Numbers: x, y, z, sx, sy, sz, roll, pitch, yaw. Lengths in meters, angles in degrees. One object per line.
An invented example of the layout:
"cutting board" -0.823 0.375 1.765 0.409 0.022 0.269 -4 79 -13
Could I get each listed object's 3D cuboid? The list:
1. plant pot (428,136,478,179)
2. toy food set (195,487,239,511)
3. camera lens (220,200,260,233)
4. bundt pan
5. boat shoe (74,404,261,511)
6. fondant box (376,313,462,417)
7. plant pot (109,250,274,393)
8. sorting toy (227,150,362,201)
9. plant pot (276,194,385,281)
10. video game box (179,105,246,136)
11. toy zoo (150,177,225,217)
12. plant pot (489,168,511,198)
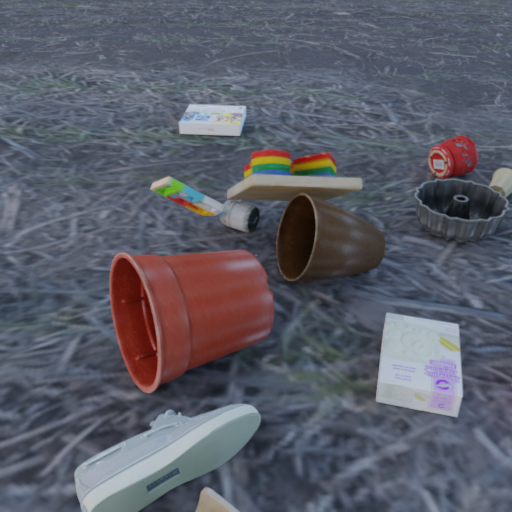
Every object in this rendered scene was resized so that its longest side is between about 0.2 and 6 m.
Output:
"plant pot" 4.523 -2.267 12.987 0.820 0.901 0.901 -17 37 -20
"toy food set" -0.652 3.278 4.792 1.676 0.705 2.335 25 41 32
"camera lens" -0.307 -0.785 11.059 0.675 0.540 0.540 18 38 24
"bundt pan" 3.978 -0.854 11.062 1.780 0.668 1.780 0 34 0
"boat shoe" -1.011 2.162 6.422 2.198 0.767 0.783 -22 44 -25
"fondant box" 2.267 1.465 7.785 1.053 0.425 1.460 8 35 12
"plant pot" -0.857 0.730 7.805 1.826 1.878 1.878 -11 34 -30
"sorting toy" 0.633 -1.469 10.332 1.985 0.691 1.973 0 -1 -15
"plant pot" 1.361 -0.223 9.607 1.570 1.467 1.467 7 30 -22
"video game box" -1.194 -3.846 15.815 1.693 0.396 1.542 3 31 5
"toy zoo" -1.204 -1.052 10.514 1.403 0.144 0.921 26 -13 -26
"plant pot" 5.334 -1.501 12.185 0.616 0.616 0.564 25 53 33
